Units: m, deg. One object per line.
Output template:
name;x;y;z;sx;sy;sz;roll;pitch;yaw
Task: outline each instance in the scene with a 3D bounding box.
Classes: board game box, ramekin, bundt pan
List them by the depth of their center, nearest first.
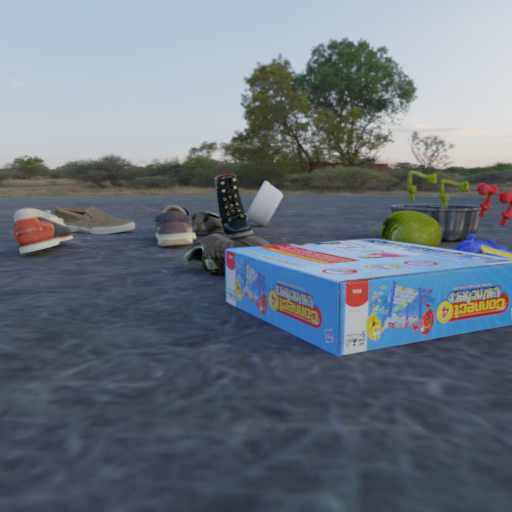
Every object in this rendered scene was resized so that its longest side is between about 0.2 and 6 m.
board game box;1.283;0.332;6.736;2.535;0.724;2.589;-5;9;-26
bundt pan;4.723;-0.873;14.711;2.367;0.888;2.367;-1;8;0
ramekin;0.275;-1.653;18.437;0.759;1.446;1.446;29;9;-1

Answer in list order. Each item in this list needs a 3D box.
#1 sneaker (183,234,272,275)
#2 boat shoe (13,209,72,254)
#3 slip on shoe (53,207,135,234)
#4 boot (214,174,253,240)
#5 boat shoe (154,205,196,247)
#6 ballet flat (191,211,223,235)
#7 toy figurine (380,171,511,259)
sneaker;-0.451;0.101;9.303;0.764;0.712;2.023;-30;22;-30
boat shoe;-4.756;-0.621;12.423;0.993;0.873;2.789;-16;8;-7
slip on shoe;-4.804;-1.066;16.513;2.475;0.750;0.941;2;8;13
boot;-0.667;-1.335;15.009;0.739;1.545;2.046;-13;17;-9
boat shoe;-2.033;-0.802;13.985;1.035;0.933;2.878;-1;8;-6
ballet flat;-1.507;-1.079;16.734;0.974;0.670;2.890;-2;8;5
toy figurine;3.192;-0.119;7.667;2.609;1.376;1.563;16;23;-6
